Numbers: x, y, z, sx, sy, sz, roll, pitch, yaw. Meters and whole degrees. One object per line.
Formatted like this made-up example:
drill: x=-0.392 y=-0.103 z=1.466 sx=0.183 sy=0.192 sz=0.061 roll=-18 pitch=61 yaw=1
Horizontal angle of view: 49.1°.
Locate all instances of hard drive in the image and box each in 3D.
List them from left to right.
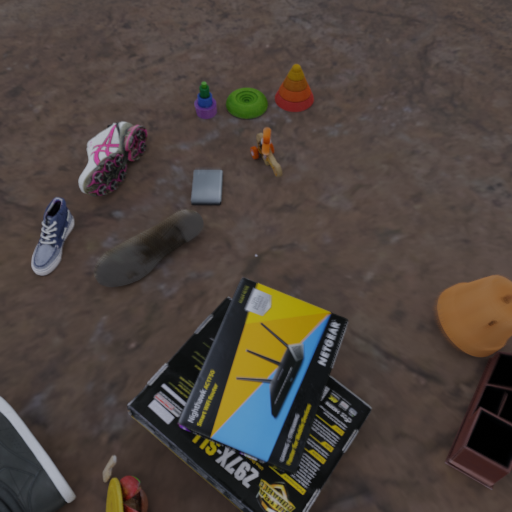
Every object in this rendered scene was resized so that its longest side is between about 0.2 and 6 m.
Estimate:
hard drive: x=-1.088 y=-1.522 z=12.450 sx=0.653 sy=0.154 sz=0.935 roll=0 pitch=54 yaw=0

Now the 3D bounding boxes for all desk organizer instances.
desk organizer: x=3.956 y=2.518 z=9.109 sx=0.789 sy=0.847 sz=2.201 roll=27 pitch=59 yaw=18

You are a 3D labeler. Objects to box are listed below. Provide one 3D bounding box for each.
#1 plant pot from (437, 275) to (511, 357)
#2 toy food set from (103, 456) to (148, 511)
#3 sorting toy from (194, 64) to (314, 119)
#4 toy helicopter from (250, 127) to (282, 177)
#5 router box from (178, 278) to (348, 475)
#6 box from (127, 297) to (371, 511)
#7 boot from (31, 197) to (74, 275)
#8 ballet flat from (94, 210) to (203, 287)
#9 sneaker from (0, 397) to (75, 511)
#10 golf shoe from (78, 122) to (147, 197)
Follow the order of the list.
plant pot: x=4.054 y=0.966 z=9.864 sx=1.376 sy=0.963 sz=1.376 roll=14 pitch=55 yaw=-20
toy food set: x=-1.818 y=3.826 z=8.149 sx=0.592 sy=1.067 sz=1.814 roll=4 pitch=47 yaw=-23
sorting toy: x=-0.030 y=-4.120 z=13.776 sx=3.040 sy=1.047 sz=1.054 roll=-10 pitch=55 yaw=-8
toy helicopter: x=0.300 y=-2.294 z=12.579 sx=0.498 sy=0.835 sz=1.263 roll=-18 pitch=56 yaw=-13
router box: x=0.142 y=1.751 z=8.367 sx=1.791 sy=0.613 sz=2.401 roll=21 pitch=66 yaw=5
box: x=-0.075 y=2.474 z=8.878 sx=3.056 sy=0.754 sz=2.440 roll=36 pitch=63 yaw=10
boot: x=-4.189 y=-0.420 z=11.310 sx=0.569 sy=0.707 sz=1.565 roll=5 pitch=54 yaw=4
ballet flat: x=-2.153 y=-0.203 z=11.189 sx=2.446 sy=0.824 sz=0.567 roll=-36 pitch=32 yaw=-20
sneaker: x=-3.991 y=3.171 z=8.619 sx=1.212 sy=0.864 sz=2.444 roll=-36 pitch=66 yaw=-29
golf shoe: x=-3.376 y=-2.166 z=12.536 sx=1.081 sy=0.852 sz=2.348 roll=13 pitch=46 yaw=14
